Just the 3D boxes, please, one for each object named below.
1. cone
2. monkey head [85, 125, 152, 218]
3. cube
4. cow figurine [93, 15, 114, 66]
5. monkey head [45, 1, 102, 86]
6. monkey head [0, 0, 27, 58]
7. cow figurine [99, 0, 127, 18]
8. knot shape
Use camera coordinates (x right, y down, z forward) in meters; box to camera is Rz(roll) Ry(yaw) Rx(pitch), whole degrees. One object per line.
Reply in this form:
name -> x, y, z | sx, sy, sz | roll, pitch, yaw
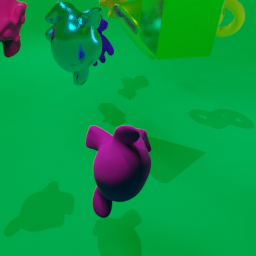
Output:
cone -> 0.799, -2.895, 7.001 | 1.665, 1.659, 1.659 | -39, 45, 1
monkey head -> -0.237, 0.470, 4.133 | 1.185, 1.647, 0.992 | 25, 30, 10
cube -> 0.638, -1.394, 3.595 | 0.757, 0.757, 0.757 | -7, 39, -15
cow figurine -> -1.021, -2.828, 8.887 | 0.782, 1.402, 1.424 | -29, 4, -28
monkey head -> -0.798, -1.619, 4.996 | 1.267, 1.762, 1.062 | -31, 72, -29
monkey head -> -2.735, -2.164, 5.691 | 1.143, 1.364, 1.896 | 27, 60, 0
cow figurine -> -0.284, -4.416, 10.130 | 1.544, 0.847, 1.519 | 15, 3, -15
knot shape -> 2.599, -3.468, 8.467 | 1.841, 1.967, 0.909 | 27, 19, -7
